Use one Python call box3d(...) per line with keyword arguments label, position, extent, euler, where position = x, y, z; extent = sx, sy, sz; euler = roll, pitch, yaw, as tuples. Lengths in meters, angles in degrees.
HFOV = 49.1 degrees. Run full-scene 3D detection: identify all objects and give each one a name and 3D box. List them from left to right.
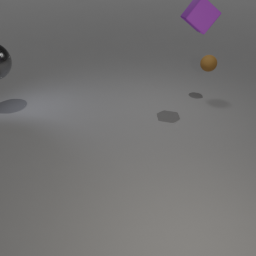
box3d(label="ball", position=(-5.087, -2.484, 10.447), extent=(1.400, 1.400, 1.400), euler=(0, 30, 0))
box3d(label="cube", position=(2.010, -3.151, 7.802), extent=(0.700, 0.700, 0.700), euler=(33, 20, -18))
box3d(label="ball", position=(3.438, -2.755, 11.929), extent=(0.700, 0.700, 0.700), euler=(0, 30, 0))
